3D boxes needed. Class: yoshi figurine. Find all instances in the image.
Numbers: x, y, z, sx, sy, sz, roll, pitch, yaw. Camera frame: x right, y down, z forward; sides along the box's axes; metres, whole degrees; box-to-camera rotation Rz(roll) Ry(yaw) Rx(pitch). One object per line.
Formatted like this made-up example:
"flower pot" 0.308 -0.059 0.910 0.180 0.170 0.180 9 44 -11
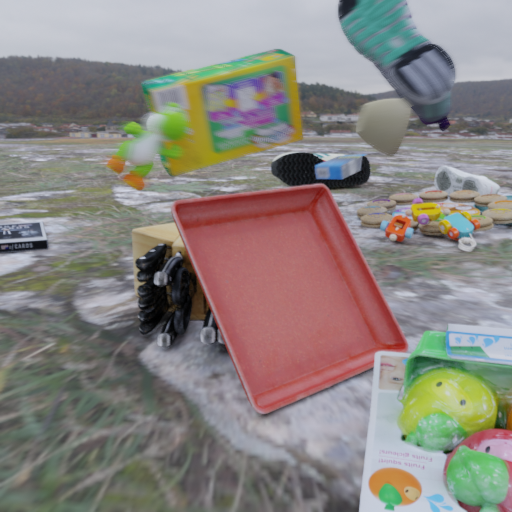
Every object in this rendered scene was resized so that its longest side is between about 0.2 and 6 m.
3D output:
"yoshi figurine" -1.330 -1.462 7.246 0.691 1.234 0.693 37 -6 14

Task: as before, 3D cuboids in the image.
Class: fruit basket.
"fruit basket" 1.510 1.107 3.368 1.677 0.849 1.811 4 18 15

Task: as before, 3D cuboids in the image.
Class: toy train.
"toy train" 3.110 -0.437 10.024 1.625 0.452 1.220 16 50 21

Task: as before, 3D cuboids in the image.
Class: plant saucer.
"plant saucer" 0.301 0.298 5.260 1.951 1.955 0.359 -12 -20 -38
"plant saucer" 5.498 -0.947 11.823 1.722 0.310 1.722 -8 17 2

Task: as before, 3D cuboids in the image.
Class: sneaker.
"sneaker" 2.368 -3.455 9.712 1.148 3.086 1.351 -27 -31 10
"sneaker" 1.754 -2.518 16.861 3.233 1.138 1.511 -5 6 -23
"sneaker" 5.669 -1.888 15.100 1.020 0.800 2.053 1 22 -22

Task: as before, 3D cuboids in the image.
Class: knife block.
"knife block" -0.257 0.204 6.633 2.825 0.904 2.480 -13 20 -41

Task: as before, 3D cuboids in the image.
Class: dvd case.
"dvd case" -4.449 -0.338 10.026 1.298 0.214 1.727 -6 16 -22

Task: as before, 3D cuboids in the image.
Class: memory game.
"memory game" 3.773 -0.976 11.733 3.334 0.212 3.334 -6 17 2

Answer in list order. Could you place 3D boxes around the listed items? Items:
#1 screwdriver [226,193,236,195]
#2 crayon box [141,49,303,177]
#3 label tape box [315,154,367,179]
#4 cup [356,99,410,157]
"screwdriver" -0.112 -1.575 14.438 2.194 0.306 0.319 -19 54 -43
"crayon box" -0.563 -2.709 10.531 2.761 1.640 0.804 -18 34 -13
"label tape box" 1.687 -1.757 11.008 0.648 0.299 0.904 8 25 44
"cup" 2.580 -2.749 11.660 0.854 1.194 1.194 13 15 -3
